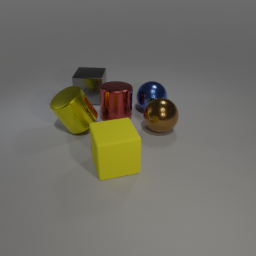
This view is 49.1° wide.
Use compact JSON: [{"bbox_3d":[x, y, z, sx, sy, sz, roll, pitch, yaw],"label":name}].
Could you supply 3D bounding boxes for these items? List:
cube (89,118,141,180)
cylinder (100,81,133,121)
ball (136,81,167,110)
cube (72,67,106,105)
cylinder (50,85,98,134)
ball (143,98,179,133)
[{"bbox_3d":[-0.441,0.664,9.314,1.400,1.400,1.400,-9,33,-13],"label":"cube"},{"bbox_3d":[-0.511,-1.159,12.167,1.400,1.400,1.400,1,27,-1],"label":"cylinder"},{"bbox_3d":[1.075,-1.418,12.698,1.400,1.400,1.400,0,32,0],"label":"ball"},{"bbox_3d":[-1.836,-2.067,13.687,1.400,1.400,1.400,3,32,3],"label":"cube"},{"bbox_3d":[-2.140,-0.728,11.152,1.400,1.400,1.400,-19,38,16],"label":"cylinder"},{"bbox_3d":[1.318,-0.509,11.191,1.400,1.400,1.400,0,32,0],"label":"ball"}]
